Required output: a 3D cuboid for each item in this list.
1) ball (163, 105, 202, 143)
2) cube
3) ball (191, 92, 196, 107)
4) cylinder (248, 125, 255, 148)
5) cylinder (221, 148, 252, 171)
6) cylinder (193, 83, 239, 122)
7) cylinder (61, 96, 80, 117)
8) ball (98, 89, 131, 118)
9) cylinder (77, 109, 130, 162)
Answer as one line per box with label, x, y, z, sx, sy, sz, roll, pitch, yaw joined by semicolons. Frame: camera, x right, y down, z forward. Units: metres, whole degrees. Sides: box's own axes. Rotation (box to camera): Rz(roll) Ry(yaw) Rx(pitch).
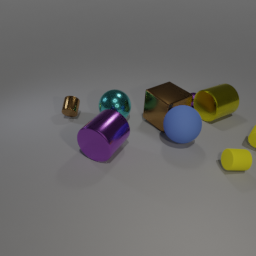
ball;2.007;-0.137;10.321;1.400;1.400;1.400;0;31;0
cube;1.630;-0.902;11.717;1.400;1.400;1.400;-23;44;-31
ball;3.112;-1.342;13.328;0.700;0.700;0.700;0;31;0
cylinder;4.841;0.282;10.220;0.700;0.700;0.700;20;42;30
cylinder;3.521;1.026;9.109;0.700;0.700;0.700;4;29;-15
cylinder;3.854;-1.125;12.262;1.400;1.400;1.400;-18;36;-27
cylinder;-2.504;-0.945;12.280;0.700;0.700;0.700;3;64;5
ball;-0.559;-0.942;11.941;1.400;1.400;1.400;0;31;0
cylinder;-0.845;0.248;9.933;1.400;1.400;1.400;15;37;24
